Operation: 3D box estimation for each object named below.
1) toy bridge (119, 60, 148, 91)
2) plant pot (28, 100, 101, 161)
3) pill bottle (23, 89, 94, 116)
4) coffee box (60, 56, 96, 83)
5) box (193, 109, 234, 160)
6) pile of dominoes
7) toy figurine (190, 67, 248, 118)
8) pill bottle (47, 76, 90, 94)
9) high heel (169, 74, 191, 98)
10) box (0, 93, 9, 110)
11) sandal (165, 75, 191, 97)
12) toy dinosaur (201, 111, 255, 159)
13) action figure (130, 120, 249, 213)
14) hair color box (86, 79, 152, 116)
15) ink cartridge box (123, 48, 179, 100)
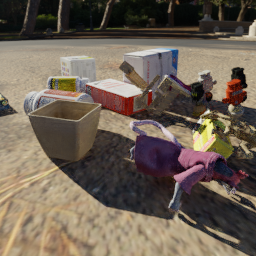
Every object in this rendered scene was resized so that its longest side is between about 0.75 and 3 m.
[{"bbox_3d":[0.314,-1.810,10.489,0.897,0.363,2.669,40,5,9],"label":"toy bridge"},{"bbox_3d":[-1.713,0.084,7.991,1.511,1.337,1.509,8,23,16],"label":"plant pot"},{"bbox_3d":[-2.463,-0.684,9.928,2.326,1.305,1.305,10,24,22],"label":"pill bottle"},{"bbox_3d":[-2.823,-3.240,15.936,1.508,1.506,1.492,-14,26,-31],"label":"coffee box"},{"bbox_3d":[2.314,0.294,7.893,0.599,0.899,2.389,33,25,-4],"label":"box"},{"bbox_3d":[1.204,-1.279,11.090,1.150,1.476,0.235,38,9,-5],"label":"pile of dominoes"},{"bbox_3d":[3.635,-1.363,11.153,2.111,1.492,2.144,-1,30,27],"label":"toy figurine"},{"bbox_3d":[-2.779,-1.918,13.304,1.863,1.065,1.065,-1,22,-1],"label":"pill bottle"},{"bbox_3d":[2.946,-2.225,13.961,2.331,1.121,0.786,-17,28,-36],"label":"high heel"},{"bbox_3d":[-6.371,-1.206,12.378,1.537,0.424,2.251,-16,27,-34],"label":"box"},{"bbox_3d":[2.083,-1.779,11.487,1.420,0.349,0.578,36,-6,-18],"label":"sandal"},{"bbox_3d":[2.994,0.217,6.865,2.914,0.848,1.474,39,29,28],"label":"toy dinosaur"},{"bbox_3d":[1.373,0.708,6.040,1.668,1.854,2.489,-12,10,-41],"label":"action figure"},{"bbox_3d":[-0.439,-1.412,12.244,1.503,0.866,2.710,-20,33,-41],"label":"hair color box"},{"bbox_3d":[1.136,-2.630,13.594,1.254,2.152,2.977,17,28,36],"label":"ink cartridge box"}]
